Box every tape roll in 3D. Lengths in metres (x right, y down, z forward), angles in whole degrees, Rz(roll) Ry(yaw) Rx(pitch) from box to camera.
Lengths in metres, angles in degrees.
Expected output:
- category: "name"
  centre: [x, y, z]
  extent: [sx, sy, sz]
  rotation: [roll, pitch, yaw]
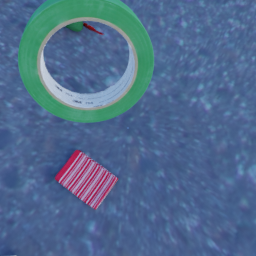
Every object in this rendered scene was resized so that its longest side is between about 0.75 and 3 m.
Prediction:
- category: "tape roll"
  centre: [-0.595, -0.978, 4.177]
  extent: [1.922, 1.922, 0.462]
  rotation: [-11, 39, -5]

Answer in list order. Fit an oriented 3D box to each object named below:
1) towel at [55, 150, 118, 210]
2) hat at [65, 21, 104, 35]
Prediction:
- category: "towel"
  centre: [-1.032, 1.233, 6.883]
  extent: [1.316, 0.148, 0.952]
  rotation: [33, 72, 13]
- category: "hat"
  centre: [-1.531, -3.083, 8.752]
  extent: [0.868, 0.923, 1.048]
  rotation: [-45, 36, -15]
